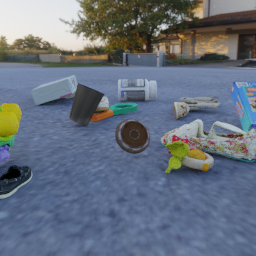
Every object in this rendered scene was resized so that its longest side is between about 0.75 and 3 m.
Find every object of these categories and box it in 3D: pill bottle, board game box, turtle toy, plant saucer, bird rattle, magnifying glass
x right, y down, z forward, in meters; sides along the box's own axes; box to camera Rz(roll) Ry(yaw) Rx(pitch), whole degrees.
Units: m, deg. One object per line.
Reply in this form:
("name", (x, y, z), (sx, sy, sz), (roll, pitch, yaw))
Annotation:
("pill bottle", (0.535, -2.157, 15.893), (2.139, 1.217, 1.217), (0, 16, 1))
("board game box", (5.028, -0.709, 9.991), (2.105, 0.623, 2.768), (3, 38, 6))
("turtle toy", (-3.541, 0.362, 6.384), (2.105, 1.460, 2.889), (-5, 17, -17))
("plant saucer", (0.149, 0.184, 7.244), (0.963, 0.963, 0.154), (-6, -16, -20))
("bird rattle", (1.499, 0.738, 6.966), (1.219, 0.842, 1.495), (18, 8, 20))
("magnifying glass", (-0.617, -0.758, 12.514), (1.193, 0.336, 2.996), (6, 19, 32))
("board game box", (-3.996, -2.194, 15.707), (2.067, 0.901, 2.802), (-16, 16, 1))

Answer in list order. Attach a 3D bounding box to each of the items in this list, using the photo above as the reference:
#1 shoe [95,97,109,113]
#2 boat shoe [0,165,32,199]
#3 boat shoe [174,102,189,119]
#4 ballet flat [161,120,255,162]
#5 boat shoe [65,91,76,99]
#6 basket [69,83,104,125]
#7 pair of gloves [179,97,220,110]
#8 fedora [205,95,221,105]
("shoe", (-1.264, -1.039, 12.143), (0.871, 0.665, 2.492), (-13, 8, 0))
("boat shoe", (-2.437, 1.015, 5.985), (0.474, 0.421, 1.269), (3, 16, 11))
("boat shoe", (2.334, -0.826, 12.118), (0.637, 0.679, 1.842), (-2, 14, 13))
("ballet flat", (2.279, 0.229, 7.928), (2.834, 0.906, 1.072), (9, 18, 30))
("boat shoe", (-3.174, -2.016, 16.802), (1.268, 0.475, 0.392), (-18, 15, -10))
("basket", (-1.636, -0.865, 10.630), (1.229, 1.363, 0.927), (25, 7, 34))
("pair of gloves", (3.483, -1.173, 13.881), (2.046, 0.422, 2.406), (3, 15, 18))
("fedora", (4.534, -1.547, 15.132), (1.002, 0.452, 0.886), (5, 17, 19))
